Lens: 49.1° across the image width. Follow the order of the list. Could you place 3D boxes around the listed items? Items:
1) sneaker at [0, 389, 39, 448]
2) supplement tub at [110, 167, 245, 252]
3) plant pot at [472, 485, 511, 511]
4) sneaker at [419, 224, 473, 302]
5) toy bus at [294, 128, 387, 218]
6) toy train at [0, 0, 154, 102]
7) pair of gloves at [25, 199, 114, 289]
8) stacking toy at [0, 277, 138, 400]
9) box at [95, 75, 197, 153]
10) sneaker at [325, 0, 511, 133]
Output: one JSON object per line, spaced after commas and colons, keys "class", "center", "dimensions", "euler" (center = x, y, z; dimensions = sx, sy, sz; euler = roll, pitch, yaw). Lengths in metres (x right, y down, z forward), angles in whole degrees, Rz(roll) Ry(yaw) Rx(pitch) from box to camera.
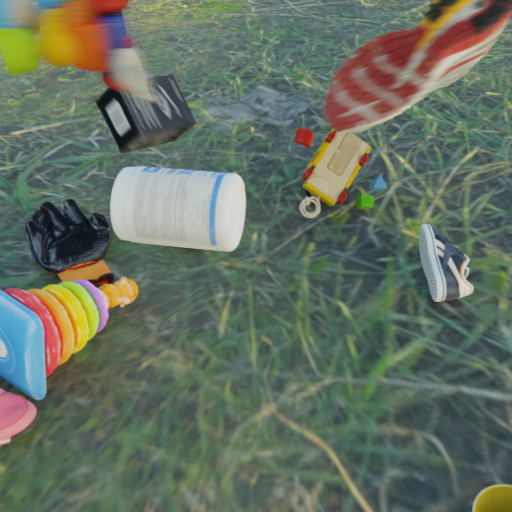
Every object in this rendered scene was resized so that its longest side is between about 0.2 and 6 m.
{"class": "sneaker", "center": [-3.705, 1.762, 6.958], "dimensions": [2.041, 0.885, 0.752], "euler": [11, 37, 13]}
{"class": "supplement tub", "center": [-0.883, -0.557, 6.585], "dimensions": [1.396, 0.921, 0.921], "euler": [6, 36, 10]}
{"class": "plant pot", "center": [2.569, 2.854, 5.692], "dimensions": [0.806, 0.572, 0.806], "euler": [-2, 36, 1]}
{"class": "sneaker", "center": [3.194, 0.105, 9.490], "dimensions": [0.652, 0.644, 1.643], "euler": [-3, 47, 4]}
{"class": "toy bus", "center": [1.503, -1.696, 11.647], "dimensions": [1.959, 1.848, 1.012], "euler": [-11, -7, -16]}
{"class": "toy train", "center": [-2.142, -2.362, 6.337], "dimensions": [1.557, 1.139, 2.691], "euler": [-12, 46, -10]}
{"class": "pair of gloves", "center": [-2.565, -0.553, 10.621], "dimensions": [3.286, 0.406, 2.927], "euler": [-24, 43, -25]}
{"class": "stacking toy", "center": [-2.664, 0.830, 8.167], "dimensions": [1.317, 1.393, 2.400], "euler": [24, 31, 28]}
{"class": "box", "center": [-1.736, -2.286, 8.964], "dimensions": [0.661, 0.937, 1.266], "euler": [-26, 0, 42]}
{"class": "sneaker", "center": [2.541, -2.873, 8.701], "dimensions": [3.159, 1.298, 1.230], "euler": [-32, 71, 7]}
